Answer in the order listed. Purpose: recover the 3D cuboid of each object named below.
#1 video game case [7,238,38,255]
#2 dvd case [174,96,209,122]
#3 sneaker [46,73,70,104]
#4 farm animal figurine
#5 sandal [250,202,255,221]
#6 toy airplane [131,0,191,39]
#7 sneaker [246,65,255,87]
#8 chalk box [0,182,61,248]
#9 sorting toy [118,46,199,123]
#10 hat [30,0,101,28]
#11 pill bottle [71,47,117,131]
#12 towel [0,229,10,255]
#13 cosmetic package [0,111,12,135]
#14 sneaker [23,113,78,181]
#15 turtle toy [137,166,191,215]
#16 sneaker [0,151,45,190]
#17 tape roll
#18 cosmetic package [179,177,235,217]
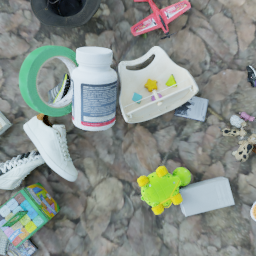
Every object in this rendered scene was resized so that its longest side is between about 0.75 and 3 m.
[{"bbox_3d":[-4.293,4.756,11.133,0.978,0.138,1.082,-44,88,-2],"label":"video game case"},{"bbox_3d":[2.579,-0.840,11.392,1.235,0.153,0.928,13,87,1],"label":"dvd case"},{"bbox_3d":[-2.837,-1.471,11.221,0.661,0.604,1.634,22,86,4],"label":"sneaker"},{"bbox_3d":[4.540,0.317,10.959,1.450,0.903,1.795,-24,88,-1],"label":"farm animal figurine"},{"bbox_3d":[6.326,3.662,10.813,3.047,0.873,1.167,26,88,1],"label":"sandal"},{"bbox_3d":[1.092,-4.781,11.416,2.607,0.480,2.607,0,89,4],"label":"toy airplane"},{"bbox_3d":[4.996,-2.092,11.372,0.400,0.346,0.914,-30,88,4],"label":"sneaker"},{"bbox_3d":[-3.666,3.100,10.079,1.491,2.388,1.480,-40,88,-2],"label":"chalk box"},{"bbox_3d":[0.861,-1.808,10.877,2.833,1.514,2.551,-23,78,6],"label":"sorting toy"},{"bbox_3d":[-2.336,-4.802,11.066,2.974,1.200,2.974,-2,71,6],"label":"hat"},{"bbox_3d":[-1.212,-1.432,10.128,1.631,1.631,2.728,4,116,0],"label":"pill bottle"},{"bbox_3d":[-5.354,4.011,11.074,1.611,0.289,1.673,10,87,8],"label":"towel"},{"bbox_3d":[-5.552,0.080,11.146,1.553,0.568,0.804,-42,88,-1],"label":"cosmetic package"},{"bbox_3d":[-2.694,0.634,10.685,1.253,1.077,2.959,-40,83,3],"label":"sneaker"},{"bbox_3d":[1.444,2.222,10.750,2.126,1.075,1.549,-28,83,4],"label":"turtle toy"},{"bbox_3d":[-4.350,1.722,10.950,2.746,1.032,1.113,-22,102,1],"label":"sneaker"},{"bbox_3d":[-2.670,-1.714,10.312,0.612,2.548,2.548,18,87,41],"label":"tape roll"},{"bbox_3d":[2.964,2.640,10.893,1.974,0.890,1.054,-12,87,2],"label":"cosmetic package"}]
